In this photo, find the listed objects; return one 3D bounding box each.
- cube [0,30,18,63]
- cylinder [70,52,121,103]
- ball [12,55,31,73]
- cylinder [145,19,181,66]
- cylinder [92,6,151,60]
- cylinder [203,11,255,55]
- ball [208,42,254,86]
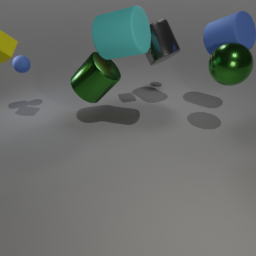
[{"bbox_3d":[-4.359,-2.783,9.633,0.700,0.700,0.700,-14,56,42],"label":"cube"},{"bbox_3d":[-1.225,-1.892,10.595,1.400,1.400,1.400,33,35,-27],"label":"cylinder"},{"bbox_3d":[-4.340,-2.601,11.432,0.700,0.700,0.700,0,30,0],"label":"ball"},{"bbox_3d":[1.272,-3.541,11.681,1.400,1.400,1.400,-26,4,2],"label":"cylinder"},{"bbox_3d":[-0.182,-2.946,8.781,1.400,1.400,1.400,-2,26,27],"label":"cylinder"},{"bbox_3d":[3.853,-3.514,10.655,1.400,1.400,1.400,-23,12,-34],"label":"cylinder"},{"bbox_3d":[3.382,-2.101,9.252,1.400,1.400,1.400,0,30,0],"label":"ball"}]
